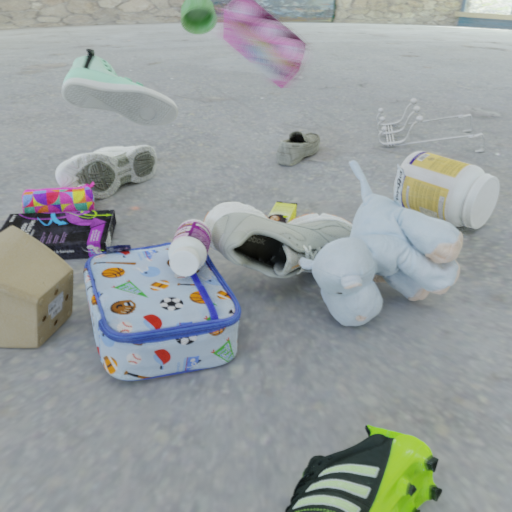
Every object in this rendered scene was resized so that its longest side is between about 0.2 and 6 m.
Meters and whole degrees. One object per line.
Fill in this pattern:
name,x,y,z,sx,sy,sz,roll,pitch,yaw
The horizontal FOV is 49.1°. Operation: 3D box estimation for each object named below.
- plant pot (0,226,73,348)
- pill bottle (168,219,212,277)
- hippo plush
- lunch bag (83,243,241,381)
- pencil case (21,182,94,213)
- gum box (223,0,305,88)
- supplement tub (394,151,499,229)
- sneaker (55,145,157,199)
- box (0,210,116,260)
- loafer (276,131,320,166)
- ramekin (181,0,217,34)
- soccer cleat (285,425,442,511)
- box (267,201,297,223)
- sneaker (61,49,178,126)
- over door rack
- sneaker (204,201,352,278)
plant pot,-3.782,0.634,8.996,1.316,1.487,1.485,19,32,8
pill bottle,-1.072,-0.121,9.013,0.613,0.613,1.093,1,26,2
hippo plush,2.000,0.090,9.071,2.017,2.533,2.036,15,43,44
lunch bag,-1.517,0.711,9.104,2.307,1.088,2.880,-9,31,-18
pencil case,-4.584,-1.300,13.066,1.663,0.735,0.735,-9,30,-13
gum box,0.152,-3.859,10.142,1.593,0.904,0.527,42,79,5
supplement tub,4.277,-1.484,12.662,1.411,1.411,1.941,-24,38,-36
sneaker,-4.052,-2.225,14.530,1.484,1.163,2.986,12,21,33
box,-4.221,-0.452,11.842,2.303,0.416,1.647,-4,29,-6
loafer,1.310,-3.336,16.642,0.784,0.783,2.244,14,32,24
ramekin,-1.256,-5.232,12.132,0.785,0.785,0.383,-5,69,-9
soccer cleat,0.734,2.719,5.769,2.911,0.983,1.180,-22,21,-38
box,0.537,-0.788,12.511,0.526,0.350,1.398,7,29,12
sneaker,-2.573,-3.328,10.923,2.172,0.799,1.281,11,47,-19
over door rack,5.571,-4.278,18.064,3.257,1.085,2.406,5,30,8
sneaker,0.707,-0.047,9.935,3.214,1.217,1.478,5,25,-21
